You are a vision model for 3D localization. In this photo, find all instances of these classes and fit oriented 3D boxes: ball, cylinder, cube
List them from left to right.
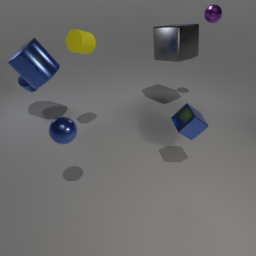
[{"bbox_3d":[-4.375,-2.016,12.363,0.700,0.700,0.700,2,-12,3],"label":"cylinder"},{"bbox_3d":[-3.624,-2.488,10.855,1.400,1.400,1.400,-30,31,20],"label":"cylinder"},{"bbox_3d":[-1.633,0.063,7.052,0.700,0.700,0.700,0,32,0],"label":"ball"},{"bbox_3d":[-1.517,-2.758,9.002,0.700,0.700,0.700,16,16,25],"label":"cylinder"},{"bbox_3d":[2.073,-3.689,12.066,1.400,1.400,1.400,-21,27,-37],"label":"cube"},{"bbox_3d":[1.876,-0.182,8.558,0.700,0.700,0.700,28,29,-34],"label":"cube"},{"bbox_3d":[3.431,-4.595,11.284,0.700,0.700,0.700,0,32,0],"label":"ball"}]
